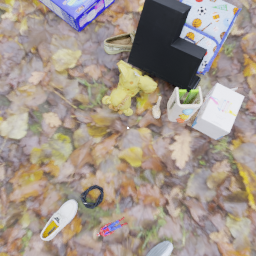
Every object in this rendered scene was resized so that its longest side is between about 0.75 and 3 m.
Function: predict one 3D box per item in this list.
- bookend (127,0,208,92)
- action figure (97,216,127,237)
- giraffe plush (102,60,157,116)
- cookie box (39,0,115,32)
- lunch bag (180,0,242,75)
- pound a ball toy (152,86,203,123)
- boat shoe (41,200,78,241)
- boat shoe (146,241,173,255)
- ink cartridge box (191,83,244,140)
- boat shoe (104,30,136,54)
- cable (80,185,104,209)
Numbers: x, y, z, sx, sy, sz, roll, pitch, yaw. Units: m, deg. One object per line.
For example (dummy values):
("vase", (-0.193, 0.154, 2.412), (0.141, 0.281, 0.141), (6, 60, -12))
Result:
("bookend", (1.813, -3.313, 10.519), (2.892, 2.910, 1.340), (28, 42, 12))
("action figure", (-0.593, 3.529, 9.909), (1.133, 0.293, 0.371), (-27, 76, -6))
("giraffe plush", (-0.050, -1.430, 10.914), (1.835, 2.126, 1.724), (33, 106, 2))
("cookie box", (-2.434, -6.104, 12.586), (2.825, 1.061, 2.416), (41, 77, 12))
("lunch bag", (2.813, -3.927, 11.578), (2.453, 1.787, 2.885), (30, 90, 9))
("pound a ball toy", (1.725, -0.702, 10.236), (1.417, 2.173, 0.923), (-3, 76, -3))
("boat shoe", (-2.425, 3.222, 9.829), (0.591, 0.582, 1.667), (41, 77, 12))
("boat shoe", (0.853, 4.635, 9.429), (1.873, 0.674, 0.581), (-41, 104, -11))
("ink cartridge box", (3.459, -0.706, 10.738), (1.154, 1.185, 1.843), (27, 73, 2))
("boat shoe", (-0.021, -3.697, 12.032), (2.062, 0.646, 0.756), (-18, 73, -6))
("cable", (-1.260, 2.511, 10.250), (0.896, 0.227, 0.731), (-33, 75, -11))
